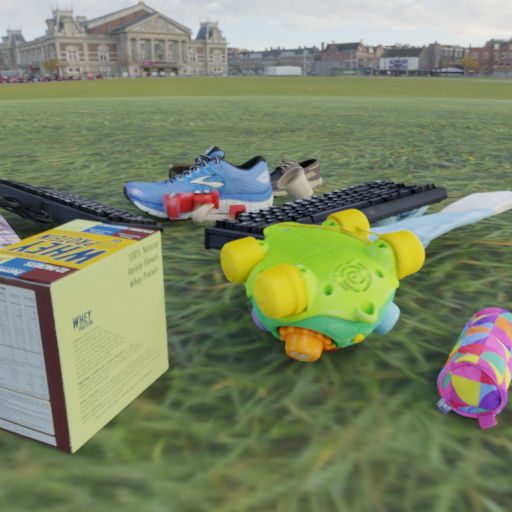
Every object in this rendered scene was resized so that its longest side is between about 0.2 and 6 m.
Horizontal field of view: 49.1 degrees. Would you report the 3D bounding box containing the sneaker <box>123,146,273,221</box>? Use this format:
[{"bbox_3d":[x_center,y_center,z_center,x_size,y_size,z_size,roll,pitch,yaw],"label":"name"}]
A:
[{"bbox_3d":[-1.147,-1.528,11.284,3.060,1.364,1.202,-9,21,-21],"label":"sneaker"}]

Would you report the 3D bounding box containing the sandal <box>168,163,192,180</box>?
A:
[{"bbox_3d":[-0.845,-1.661,12.287,2.116,0.865,0.578,2,36,-4],"label":"sandal"}]

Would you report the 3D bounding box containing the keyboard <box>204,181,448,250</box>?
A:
[{"bbox_3d":[1.073,-0.763,9.507,4.109,0.527,2.467,-16,12,-36],"label":"keyboard"}]

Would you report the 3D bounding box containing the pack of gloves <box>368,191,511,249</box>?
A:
[{"bbox_3d":[2.273,-0.315,9.244,3.903,0.770,3.279,-17,10,-35],"label":"pack of gloves"}]

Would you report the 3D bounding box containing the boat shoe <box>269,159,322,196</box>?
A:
[{"bbox_3d":[0.702,-1.919,13.239,2.122,0.778,0.790,-18,26,-41],"label":"boat shoe"}]

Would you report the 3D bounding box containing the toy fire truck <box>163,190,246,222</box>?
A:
[{"bbox_3d":[-0.962,-0.850,10.275,1.423,0.347,1.003,-6,31,-12],"label":"toy fire truck"}]

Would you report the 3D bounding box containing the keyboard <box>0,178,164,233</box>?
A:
[{"bbox_3d":[-3.346,-0.855,9.668,3.200,0.410,1.921,17,14,30],"label":"keyboard"}]

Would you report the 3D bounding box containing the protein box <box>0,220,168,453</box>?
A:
[{"bbox_3d":[-1.628,0.610,5.041,1.001,1.484,1.473,8,21,22],"label":"protein box"}]

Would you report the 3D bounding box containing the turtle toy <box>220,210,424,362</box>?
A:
[{"bbox_3d":[0.580,0.301,6.212,1.810,1.255,2.483,-16,22,-19],"label":"turtle toy"}]

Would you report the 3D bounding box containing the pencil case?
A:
[{"bbox_3d":[2.170,1.005,5.337,0.631,0.631,1.429,12,24,30],"label":"pencil case"}]

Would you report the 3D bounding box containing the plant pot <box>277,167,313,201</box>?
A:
[{"bbox_3d":[0.882,-1.466,11.928,0.640,0.586,0.640,-32,29,20],"label":"plant pot"}]

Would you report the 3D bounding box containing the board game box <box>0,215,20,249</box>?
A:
[{"bbox_3d":[-5.172,-0.258,8.173,2.886,0.776,4.808,-7,20,-33],"label":"board game box"}]
